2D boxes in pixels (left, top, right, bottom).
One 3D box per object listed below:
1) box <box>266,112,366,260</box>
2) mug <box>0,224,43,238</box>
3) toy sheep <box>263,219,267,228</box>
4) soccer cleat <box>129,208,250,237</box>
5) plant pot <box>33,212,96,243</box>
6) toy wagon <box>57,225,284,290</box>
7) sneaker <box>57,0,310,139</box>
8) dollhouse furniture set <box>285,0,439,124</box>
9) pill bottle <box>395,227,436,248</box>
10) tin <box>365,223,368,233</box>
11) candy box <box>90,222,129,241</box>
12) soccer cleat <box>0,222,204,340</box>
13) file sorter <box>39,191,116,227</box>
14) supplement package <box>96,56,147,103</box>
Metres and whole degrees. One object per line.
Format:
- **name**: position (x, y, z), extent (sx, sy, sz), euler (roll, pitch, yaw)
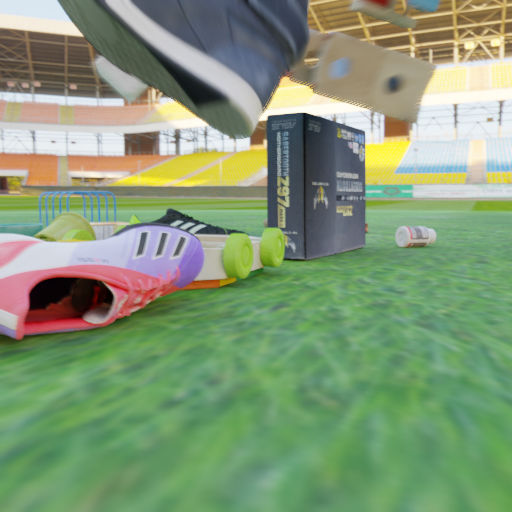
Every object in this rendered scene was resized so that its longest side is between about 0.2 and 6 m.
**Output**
- **box**: position (1.206, -1.233, 10.284), extent (0.773, 2.391, 3.032), euler (3, 6, 30)
- **mug**: position (-3.741, -0.192, 8.845), extent (0.823, 0.619, 1.001), euler (1, 5, 14)
- **toy sheep**: position (0.652, -0.788, 14.639), extent (0.982, 0.677, 0.677), euler (8, 4, -14)
- **soccer cleat**: position (-1.080, -0.371, 9.027), extent (2.042, 0.828, 0.689), euler (0, -29, -4)
- **plant pot**: position (-2.940, -0.168, 8.375), extent (0.823, 0.823, 0.757), euler (1, 18, 14)
- **toy wagon**: position (-1.187, -0.002, 6.986), extent (2.492, 0.636, 3.212), euler (2, 7, 22)
- **sneaker**: position (-0.707, -2.845, 6.274), extent (2.790, 2.016, 1.061), euler (35, -16, -4)
- **dollhouse furniture set**: position (1.591, -3.222, 7.653), extent (1.559, 2.225, 1.568), euler (12, 20, -15)
- **pill bottle**: position (3.367, -0.400, 11.768), extent (0.793, 0.439, 0.439), euler (-2, 6, -24)
- **tin**: position (2.542, -0.852, 16.820), extent (1.694, 0.355, 0.949), euler (5, 3, 39)
- **candy box**: position (-3.547, -0.511, 12.628), extent (0.994, 0.476, 1.723), euler (5, 8, 41)
- **soccer cleat**: position (-1.194, 0.230, 4.689), extent (0.896, 0.835, 2.449), euler (28, 19, 33)
- **file sorter**: position (-4.578, -1.041, 14.322), extent (1.363, 1.205, 1.964), euler (-4, 7, -41)
- **supplement package**: position (-2.840, -3.929, 12.058), extent (0.926, 0.659, 1.189), euler (42, -2, -13)
